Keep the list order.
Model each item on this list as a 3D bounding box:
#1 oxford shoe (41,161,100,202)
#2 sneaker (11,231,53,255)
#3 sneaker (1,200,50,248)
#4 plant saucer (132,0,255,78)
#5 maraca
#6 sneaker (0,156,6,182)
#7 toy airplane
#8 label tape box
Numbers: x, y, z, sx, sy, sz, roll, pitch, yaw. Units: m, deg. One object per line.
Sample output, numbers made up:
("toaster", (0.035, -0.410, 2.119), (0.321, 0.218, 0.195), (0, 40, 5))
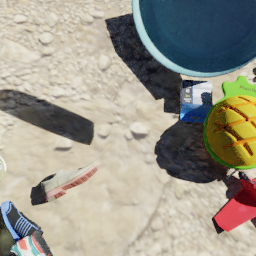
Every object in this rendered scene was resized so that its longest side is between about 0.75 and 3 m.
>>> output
("oxford shoe", (-1.416, 1.169, 6.845), (1.522, 0.539, 0.562), (-29, 66, -13))
("sneaker", (-1.905, 2.891, 5.834), (0.682, 0.513, 1.458), (-22, 104, -7))
("sneaker", (-2.329, 2.266, 6.373), (0.601, 0.541, 1.543), (-28, 75, -16))
("plant saucer", (1.535, -2.476, 5.466), (2.919, 2.919, 0.525), (19, 25, 8))
("maraca", (2.854, -0.185, 6.981), (1.740, 1.357, 2.537), (18, 72, 11))
("sneaker", (-3.627, 0.585, 6.958), (0.692, 0.797, 1.799), (-26, 68, -11))
("toy airplane", (3.357, 1.909, 6.538), (2.529, 0.465, 2.529), (0, 66, 1))
("label tape box", (1.902, -0.755, 7.802), (0.845, 0.390, 1.180), (5, 64, 2))
